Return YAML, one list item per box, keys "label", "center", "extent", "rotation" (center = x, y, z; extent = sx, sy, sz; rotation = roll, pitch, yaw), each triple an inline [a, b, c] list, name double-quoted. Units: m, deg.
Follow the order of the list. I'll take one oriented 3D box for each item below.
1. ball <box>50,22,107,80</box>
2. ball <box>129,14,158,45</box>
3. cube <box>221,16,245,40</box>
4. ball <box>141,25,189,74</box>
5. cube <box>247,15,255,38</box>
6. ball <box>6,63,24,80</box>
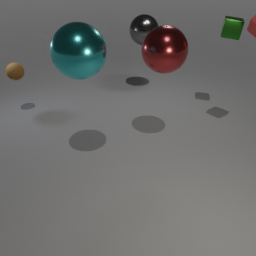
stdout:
- label: "ball"
  center: [-1.228, -1.917, 7.021]
  extent: [1.400, 1.400, 1.400]
  rotation: [0, 29, 0]
- label: "ball"
  center: [0.768, -4.656, 13.317]
  extent: [1.400, 1.400, 1.400]
  rotation: [0, 29, 0]
- label: "cube"
  center: [4.037, -3.887, 10.859]
  extent: [0.700, 0.700, 0.700]
  rotation: [14, 33, 10]
- label: "ball"
  center: [1.101, -2.341, 8.402]
  extent: [1.400, 1.400, 1.400]
  rotation: [0, 29, 0]
- label: "cube"
  center: [4.317, -3.261, 8.815]
  extent: [0.700, 0.700, 0.700]
  rotation: [-41, 73, 4]
- label: "ball"
  center: [-4.548, -2.276, 11.284]
  extent: [0.700, 0.700, 0.700]
  rotation: [0, 29, 0]
